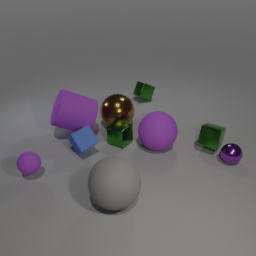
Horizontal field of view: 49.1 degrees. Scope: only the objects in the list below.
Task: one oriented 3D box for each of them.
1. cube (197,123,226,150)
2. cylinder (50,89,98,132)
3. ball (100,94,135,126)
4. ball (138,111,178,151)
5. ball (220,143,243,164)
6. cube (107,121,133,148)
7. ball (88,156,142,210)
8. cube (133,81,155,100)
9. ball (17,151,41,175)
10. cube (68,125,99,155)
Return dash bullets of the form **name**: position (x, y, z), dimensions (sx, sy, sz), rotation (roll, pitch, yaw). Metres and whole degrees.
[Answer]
- **cube**: position (2.937, 0.272, 9.819), dimensions (0.700, 0.700, 0.700), rotation (20, 18, 29)
- **cylinder**: position (-2.026, -0.597, 10.518), dimensions (1.400, 1.400, 1.400), rotation (17, 22, -24)
- **ball**: position (-0.431, -0.689, 11.390), dimensions (1.400, 1.400, 1.400), rotation (0, 28, 0)
- **ball**: position (1.056, 0.104, 9.931), dimensions (1.400, 1.400, 1.400), rotation (0, 28, 0)
- **ball**: position (3.421, 0.846, 9.264), dimensions (0.700, 0.700, 0.700), rotation (0, 28, 0)
- **cube**: position (-0.296, 0.227, 10.371), dimensions (0.700, 0.700, 0.700), rotation (16, 32, 31)
- **ball**: position (-0.347, 1.425, 7.321), dimensions (1.400, 1.400, 1.400), rotation (0, 28, 0)
- **cube**: position (0.796, -1.846, 13.915), dimensions (0.700, 0.700, 0.700), rotation (14, 9, -33)
- **ball**: position (-2.975, 1.052, 8.420), dimensions (0.700, 0.700, 0.700), rotation (0, 28, 0)
- **cube**: position (-1.535, 0.422, 9.610), dimensions (0.700, 0.700, 0.700), rotation (-32, -1, -25)
